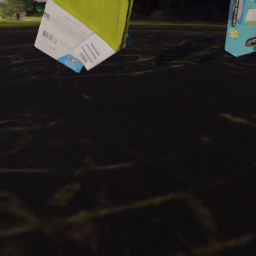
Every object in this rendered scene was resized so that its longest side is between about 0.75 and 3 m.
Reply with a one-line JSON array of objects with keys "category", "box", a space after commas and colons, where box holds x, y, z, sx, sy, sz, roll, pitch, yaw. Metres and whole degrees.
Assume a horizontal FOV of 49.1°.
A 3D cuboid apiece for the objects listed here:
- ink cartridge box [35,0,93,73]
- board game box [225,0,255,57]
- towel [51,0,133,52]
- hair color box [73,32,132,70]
[{"category": "ink cartridge box", "box": [-1.504, -3.149, 8.157, 1.638, 2.828, 0.943, 31, 50, -12]}, {"category": "board game box", "box": [3.529, -3.259, 7.102, 1.851, 2.451, 0.575, -17, 40, -12]}, {"category": "towel", "box": [-0.850, -1.932, 3.454, 2.291, 0.986, 0.207, 41, 60, 17]}, {"category": "hair color box", "box": [-0.539, -1.695, 5.711, 1.144, 0.572, 0.346, -21, 20, 39]}]
